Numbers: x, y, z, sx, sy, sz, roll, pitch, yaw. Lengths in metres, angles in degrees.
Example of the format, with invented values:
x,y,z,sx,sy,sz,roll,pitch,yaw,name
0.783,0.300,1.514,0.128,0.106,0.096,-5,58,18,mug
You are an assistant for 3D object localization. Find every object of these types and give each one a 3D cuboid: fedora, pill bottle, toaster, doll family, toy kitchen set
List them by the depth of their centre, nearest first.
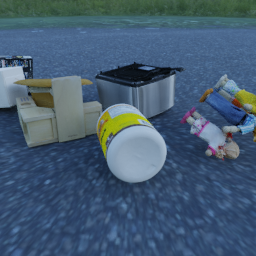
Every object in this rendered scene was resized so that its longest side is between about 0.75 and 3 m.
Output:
x,y,z,sx,sy,sz,roll,pitch,yaw,name
-0.043,0.182,6.118,1.168,1.168,2.137,-6,22,-12,pill bottle
2.754,-0.388,6.920,1.816,1.319,2.926,40,44,14,doll family
-1.965,-0.747,7.755,2.024,1.651,1.826,-11,27,-24,toy kitchen set
-2.286,-1.014,8.769,2.582,1.053,2.582,-1,9,0,fedora
0.374,-1.266,9.031,1.979,1.299,2.189,-26,33,-37,toaster

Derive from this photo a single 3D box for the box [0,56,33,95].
x,y,z,sx,sy,sz,roll,pitch,yaw,name
-4.087,-1.898,10.266,1.137,1.430,0.329,-7,29,-30,box

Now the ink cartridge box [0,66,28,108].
x,y,z,sx,sy,sz,roll,pitch,yaw,name
-4.357,-1.317,9.182,1.615,1.168,1.189,-3,18,12,ink cartridge box
